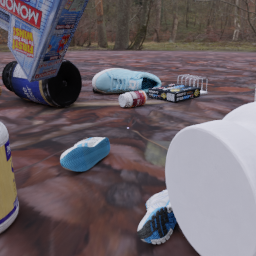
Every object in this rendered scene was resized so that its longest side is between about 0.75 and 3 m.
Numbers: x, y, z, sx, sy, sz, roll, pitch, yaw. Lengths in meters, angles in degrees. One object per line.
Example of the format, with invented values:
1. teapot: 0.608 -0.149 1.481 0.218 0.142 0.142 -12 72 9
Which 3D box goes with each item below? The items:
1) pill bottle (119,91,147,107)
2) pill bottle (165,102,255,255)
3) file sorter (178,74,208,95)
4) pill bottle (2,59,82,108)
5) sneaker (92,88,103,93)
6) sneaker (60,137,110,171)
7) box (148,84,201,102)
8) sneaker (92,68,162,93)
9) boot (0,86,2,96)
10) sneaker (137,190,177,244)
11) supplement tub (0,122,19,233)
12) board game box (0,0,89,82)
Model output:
1. pill bottle: 0.161 -0.973 9.482 0.880 0.502 0.502 -12 22 -33
2. pill bottle: 2.007 0.458 3.249 2.891 1.675 1.675 -9 20 -24
3. file sorter: 2.706 -1.835 11.824 0.769 0.690 1.109 -11 22 -29
4. pill bottle: -3.137 -1.694 9.914 2.850 1.594 1.594 13 22 35
5. sneaker: -1.358 -1.703 12.006 0.439 0.309 0.827 -5 20 -23
6. sneaker: -0.845 0.487 5.227 0.494 0.468 1.223 -2 10 31
7. box: 1.821 -1.385 10.920 1.662 0.382 1.321 -16 24 -40
8. sneaker: 0.039 -1.898 11.415 2.879 1.064 1.180 -7 15 -19
9. boot: -5.222 -1.102 8.471 2.223 0.804 1.849 -13 -8 -4
10. sneaker: 0.381 1.080 3.556 0.475 0.411 1.097 -3 10 36
11. supplement tub: -1.977 0.492 3.366 1.105 1.520 1.105 0 18 0
12. board game box: -2.123 -2.636 5.978 2.875 2.873 0.887 31 32 19
